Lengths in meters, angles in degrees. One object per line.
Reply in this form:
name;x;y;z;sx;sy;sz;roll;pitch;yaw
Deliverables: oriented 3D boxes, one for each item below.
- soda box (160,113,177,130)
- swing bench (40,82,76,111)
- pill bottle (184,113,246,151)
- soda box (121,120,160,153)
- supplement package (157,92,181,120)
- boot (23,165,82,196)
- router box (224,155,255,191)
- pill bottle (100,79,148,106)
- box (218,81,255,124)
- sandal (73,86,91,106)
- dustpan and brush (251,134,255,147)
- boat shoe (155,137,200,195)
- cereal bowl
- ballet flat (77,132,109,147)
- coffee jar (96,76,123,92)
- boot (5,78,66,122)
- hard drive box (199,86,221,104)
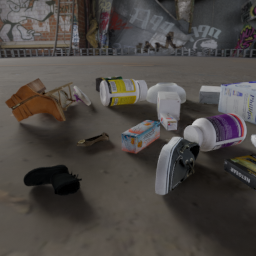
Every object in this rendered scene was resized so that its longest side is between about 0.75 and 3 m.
soda box;1.657;-0.282;11.575;0.416;0.389;1.221;-2;19;-7
swing bench;-3.876;-1.634;14.474;1.831;1.188;1.821;-3;19;7
pill bottle;2.834;0.150;9.183;1.929;1.085;1.085;-9;20;-26
soda box;0.470;0.255;9.612;0.570;0.613;1.793;11;21;29
supplement package;1.851;-1.053;12.938;0.934;0.970;1.705;2;18;3
boot;-1.814;1.317;6.805;1.213;0.449;0.994;-11;25;-30
router box;3.340;1.143;7.416;0.987;0.328;1.256;-7;20;-19
pill bottle;-0.227;-1.930;14.997;2.339;1.337;1.337;-7;20;-20
box;5.982;-1.218;12.777;2.433;1.388;2.645;-9;21;-23
sandal;-2.693;-1.741;15.494;0.602;0.997;2.450;-43;26;0
dustpan and brush;4.736;0.744;8.456;1.494;0.613;2.140;2;12;8
boat shoe;1.353;0.865;7.301;0.813;0.985;2.871;7;18;18
cereal bowl;2.181;-2.046;15.964;2.296;0.956;2.296;-1;18;0
ballet flat;-1.204;0.394;9.703;1.283;0.297;0.432;-14;23;-35
coffee jar;-1.257;-2.907;18.510;1.835;0.957;0.783;-11;24;-28
boot;-3.986;-0.820;12.087;1.824;2.350;0.901;-38;-1;-10
hard drive box;4.802;-1.890;15.863;1.406;0.693;1.805;6;20;17
